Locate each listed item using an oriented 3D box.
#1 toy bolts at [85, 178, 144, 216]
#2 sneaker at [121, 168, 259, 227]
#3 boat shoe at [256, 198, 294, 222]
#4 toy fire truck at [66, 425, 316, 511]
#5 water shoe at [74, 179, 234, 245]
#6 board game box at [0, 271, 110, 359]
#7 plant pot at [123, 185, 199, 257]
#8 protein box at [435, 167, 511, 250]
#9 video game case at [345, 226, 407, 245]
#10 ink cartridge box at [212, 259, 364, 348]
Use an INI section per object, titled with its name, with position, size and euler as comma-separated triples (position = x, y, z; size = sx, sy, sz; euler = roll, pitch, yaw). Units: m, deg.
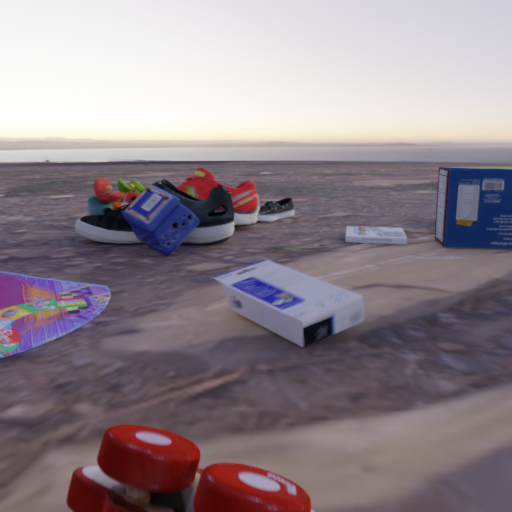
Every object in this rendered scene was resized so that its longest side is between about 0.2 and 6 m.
[toy bolts]
position = -3.220, -1.047, 13.158
size = 1.499, 1.088, 1.569
euler = 42, 22, 23
[sneaker]
position = -1.446, -1.319, 12.530
size = 3.082, 1.309, 1.187
euler = 1, 1, -19
[boat shoe]
position = 0.396, -1.184, 14.299
size = 0.580, 0.478, 1.689
euler = 9, 15, 35
[toy fire truck]
position = -0.147, 1.277, 2.576
size = 1.356, 0.760, 1.138
euler = 9, -9, 34
[water shoe]
position = -1.999, -0.908, 11.129
size = 3.161, 1.248, 1.130
euler = 0, 10, 2
[board game box]
position = -4.257, 0.228, 6.651
size = 4.763, 0.927, 3.763
euler = 5, 13, 24
[plant pot]
position = -1.712, -0.678, 9.873
size = 0.915, 0.823, 0.915
euler = 28, 70, 36
[protein box]
position = 4.295, -0.937, 10.745
size = 1.465, 1.476, 0.996
euler = 1, 12, 7
[video game case]
position = 2.459, -0.435, 11.576
size = 1.194, 0.155, 1.311
euler = 2, 12, 10
[ink cartridge box]
position = 0.304, 0.481, 6.382
size = 0.869, 0.342, 1.747
euler = -18, 24, -30
